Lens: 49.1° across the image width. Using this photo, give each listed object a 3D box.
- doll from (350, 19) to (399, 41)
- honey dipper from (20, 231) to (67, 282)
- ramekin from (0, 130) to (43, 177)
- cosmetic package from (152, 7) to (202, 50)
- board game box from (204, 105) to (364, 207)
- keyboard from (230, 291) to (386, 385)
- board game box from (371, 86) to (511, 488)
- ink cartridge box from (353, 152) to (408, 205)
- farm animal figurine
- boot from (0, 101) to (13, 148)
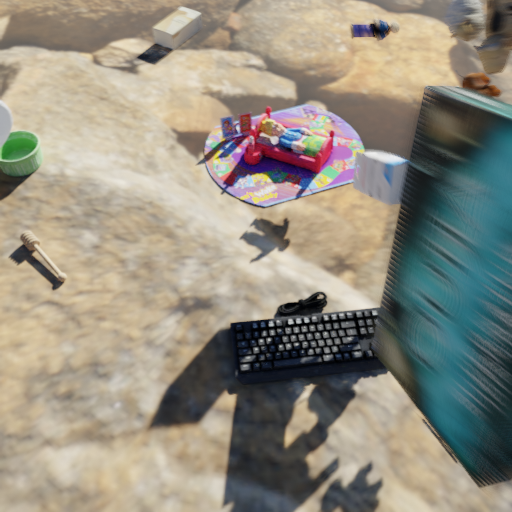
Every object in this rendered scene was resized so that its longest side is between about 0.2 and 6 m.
[{"bbox_3d":[2.092,-3.996,9.881,0.844,0.576,0.205,3,77,14],"label":"doll"},{"bbox_3d":[-3.439,0.026,9.118,0.227,0.227,1.194,-37,64,-26],"label":"honey dipper"},{"bbox_3d":[-4.446,-1.900,10.484,0.890,0.435,0.890,0,51,0],"label":"ramekin"},{"bbox_3d":[-1.863,-5.413,13.304,0.607,0.410,1.154,25,55,18],"label":"cosmetic package"},{"bbox_3d":[0.559,-2.178,10.604,3.090,0.602,2.441,-17,53,-13],"label":"board game box"},{"bbox_3d":[0.763,1.105,8.196,2.255,0.289,1.354,-5,52,-5],"label":"keyboard"},{"bbox_3d":[1.995,0.221,5.306,0.449,3.189,2.157,-5,29,-17],"label":"board game box"},{"bbox_3d":[1.750,-1.119,7.850,0.338,0.579,0.998,-5,21,-18],"label":"ink cartridge box"},{"bbox_3d":[3.479,-2.946,7.460,1.058,2.028,2.006,0,80,-40],"label":"farm animal figurine"},{"bbox_3d":[-5.451,-1.548,10.002,1.354,1.042,2.833,5,60,50],"label":"boot"}]
